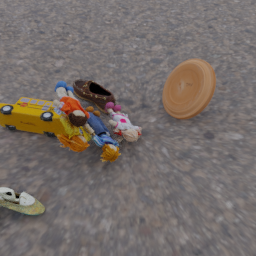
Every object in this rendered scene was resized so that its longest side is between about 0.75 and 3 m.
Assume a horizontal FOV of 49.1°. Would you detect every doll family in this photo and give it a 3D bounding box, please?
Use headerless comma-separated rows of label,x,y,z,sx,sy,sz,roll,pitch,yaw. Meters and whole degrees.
doll family,-0.872,0.061,7.044,2.664,1.200,1.653,17,29,-42

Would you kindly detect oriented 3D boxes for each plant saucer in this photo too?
plant saucer,1.670,-1.151,8.081,0.292,1.811,1.811,17,31,-39

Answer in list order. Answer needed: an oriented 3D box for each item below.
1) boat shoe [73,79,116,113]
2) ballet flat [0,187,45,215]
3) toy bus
boat shoe,-1.074,-1.167,8.785,1.886,0.663,0.664,31,56,31
ballet flat,-2.413,1.528,6.015,1.292,0.457,0.457,16,45,-5
toy bus,-2.509,-0.333,7.873,2.157,0.702,0.845,9,43,7
